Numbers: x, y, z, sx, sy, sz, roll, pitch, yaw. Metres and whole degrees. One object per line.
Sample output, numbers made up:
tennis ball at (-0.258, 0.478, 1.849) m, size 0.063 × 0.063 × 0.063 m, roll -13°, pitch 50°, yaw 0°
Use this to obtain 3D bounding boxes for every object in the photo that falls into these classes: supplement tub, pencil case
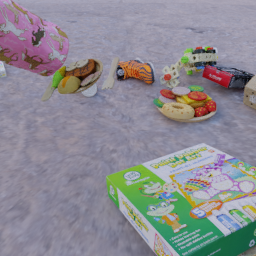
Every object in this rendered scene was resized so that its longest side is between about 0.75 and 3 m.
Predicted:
supplement tub at (-1.605, -1.688, 10.822) m, size 0.651 × 0.651 × 1.063 m, roll -11°, pitch 34°, yaw -18°
pencil case at (-2.227, -1.811, 4.924) m, size 1.127 × 1.078 × 2.604 m, roll 53°, pitch 17°, yaw 24°

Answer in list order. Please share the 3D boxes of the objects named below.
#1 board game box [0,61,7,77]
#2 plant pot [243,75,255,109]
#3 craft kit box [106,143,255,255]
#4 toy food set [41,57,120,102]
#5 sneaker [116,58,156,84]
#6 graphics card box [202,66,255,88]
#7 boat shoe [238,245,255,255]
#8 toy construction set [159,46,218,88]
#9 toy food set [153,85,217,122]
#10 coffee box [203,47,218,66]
board game box at (-6.253, -2.666, 12.706) m, size 1.178 × 0.300 × 1.752 m, roll -15°, pitch 35°, yaw -23°
plant pot at (4.653, -1.196, 9.761) m, size 0.951 × 1.073 × 1.074 m, roll -25°, pitch 39°, yaw -19°
craft kit box at (1.352, 1.327, 5.567) m, size 2.767 × 0.671 × 2.733 m, roll -16°, pitch 20°, yaw -24°
toy food set at (-0.905, -0.981, 5.070) m, size 1.466 × 0.294 × 1.012 m, roll -7°, pitch 48°, yaw 21°
sneaker at (0.215, -2.273, 11.693) m, size 1.341 × 0.928 × 2.394 m, roll -15°, pitch 24°, yaw -15°
graphics card box at (4.100, -2.004, 11.034) m, size 2.065 × 0.525 × 1.296 m, roll -7°, pitch 30°, yaw -35°
boat shoe at (2.156, 2.336, 4.035) m, size 1.065 × 0.959 × 2.952 m, roll 6°, pitch 28°, yaw 10°
toy construction set at (2.562, -2.678, 11.564) m, size 1.915 × 1.345 × 2.920 m, roll 2°, pitch 26°, yaw 44°
toy food set at (1.963, -0.863, 9.627) m, size 2.133 × 0.519 × 2.111 m, roll -9°, pitch 33°, yaw -13°
coffee box at (3.820, -3.384, 13.412) m, size 0.776 × 0.768 × 0.777 m, roll 6°, pitch 33°, yaw 9°
